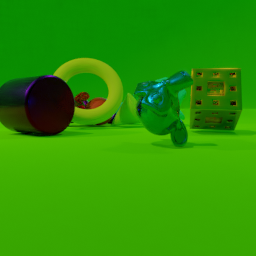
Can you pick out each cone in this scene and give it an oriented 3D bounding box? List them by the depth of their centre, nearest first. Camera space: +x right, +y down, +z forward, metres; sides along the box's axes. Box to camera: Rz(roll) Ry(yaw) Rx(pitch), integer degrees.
[{"bbox_3d":[-0.119,-0.339,8.532,1.054,1.050,1.050,-33,-3,13],"label":"cone"}]

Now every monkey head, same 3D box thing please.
[{"bbox_3d":[0.601,-0.389,4.428,0.991,0.830,1.378,-30,46,0],"label":"monkey head"},{"bbox_3d":[-1.917,-0.637,8.768,1.521,1.094,0.916,-37,15,32],"label":"monkey head"},{"bbox_3d":[1.195,-0.854,9.110,1.942,1.170,1.397,27,-20,28],"label":"monkey head"}]

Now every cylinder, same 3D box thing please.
[{"bbox_3d":[-2.046,-0.498,6.195,1.259,1.259,1.259,3,5,38],"label":"cylinder"}]

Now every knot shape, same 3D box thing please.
[{"bbox_3d":[-1.069,-0.553,9.763,1.585,0.732,1.483,8,19,-10],"label":"knot shape"}]

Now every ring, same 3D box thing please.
[{"bbox_3d":[-1.168,-1.070,7.958,2.084,2.084,0.417,-1,-21,-10],"label":"ring"}]

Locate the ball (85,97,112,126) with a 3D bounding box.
[{"bbox_3d":[-0.886,-0.510,8.632,0.867,0.867,0.867,0,4,0],"label":"ball"}]

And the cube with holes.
[{"bbox_3d":[2.016,-0.651,6.583,1.059,1.059,1.059,2,-24,13],"label":"cube with holes"}]

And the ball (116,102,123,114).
[{"bbox_3d":[0.003,-0.546,9.914,0.835,0.835,0.835,0,4,0],"label":"ball"}]
